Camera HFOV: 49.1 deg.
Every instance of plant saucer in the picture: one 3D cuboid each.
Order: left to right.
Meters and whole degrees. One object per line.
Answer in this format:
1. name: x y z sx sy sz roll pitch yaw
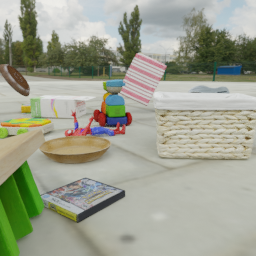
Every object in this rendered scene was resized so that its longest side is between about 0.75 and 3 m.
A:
1. plant saucer: -3.889 -1.702 9.766 0.221 1.376 1.376 -35 11 6
2. plant saucer: -1.226 0.508 6.582 1.671 0.296 1.671 0 12 0

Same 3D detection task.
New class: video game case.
1. video game case: -0.712 1.064 4.355 0.921 0.130 1.019 9 15 37

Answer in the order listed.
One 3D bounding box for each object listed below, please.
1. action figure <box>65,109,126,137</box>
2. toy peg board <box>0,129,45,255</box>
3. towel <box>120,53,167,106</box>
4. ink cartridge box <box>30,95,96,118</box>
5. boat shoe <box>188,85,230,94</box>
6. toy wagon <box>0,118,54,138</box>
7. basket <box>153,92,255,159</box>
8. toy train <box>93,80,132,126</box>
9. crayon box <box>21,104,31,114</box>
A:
1. action figure: -1.011 -0.143 8.379 1.850 0.916 0.604 -10 15 -29
2. toy peg board: -2.116 1.015 3.053 2.236 1.098 2.245 -16 11 1
3. towel: 0.641 -2.174 12.567 1.515 2.070 0.310 26 0 7
4. ink cartridge box: -2.716 -0.922 12.064 2.466 0.830 1.444 2 12 11
5. boat shoe: 4.967 -2.034 17.543 2.963 1.067 0.919 -3 -14 -22
6. toy wagon: -3.440 -0.028 8.885 2.022 0.400 1.568 3 12 12
7. basket: 1.749 -0.112 6.816 2.301 1.419 1.559 2 12 3
8. toy train: -0.751 -1.085 10.892 1.196 1.635 2.826 -3 12 -17
9. crayon box: -4.641 -0.927 13.326 0.809 0.332 1.287 -4 13 -18
